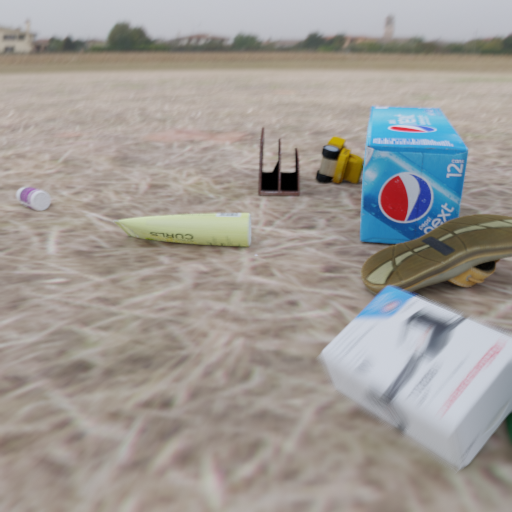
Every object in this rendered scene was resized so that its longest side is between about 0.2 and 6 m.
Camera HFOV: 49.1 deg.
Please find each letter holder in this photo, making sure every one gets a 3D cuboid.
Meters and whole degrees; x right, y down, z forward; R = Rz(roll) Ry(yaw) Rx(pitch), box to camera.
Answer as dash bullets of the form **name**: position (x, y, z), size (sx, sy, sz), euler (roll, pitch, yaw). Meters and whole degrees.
- **letter holder**: position (0.482, -2.042, 11.726), size (0.841, 1.189, 1.673), euler (1, 22, 2)

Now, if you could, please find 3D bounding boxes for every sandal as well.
- **sandal**: position (2.591, 0.083, 7.304), size (2.565, 0.693, 1.030), euler (-20, 30, -8)

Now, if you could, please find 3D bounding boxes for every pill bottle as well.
- **pill bottle**: position (-4.168, -1.074, 10.424), size (0.674, 0.379, 0.379), euler (18, 28, 37)

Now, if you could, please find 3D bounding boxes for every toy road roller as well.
- **toy road roller**: position (1.891, -2.020, 12.288), size (0.938, 0.789, 1.285), euler (17, 30, 9)

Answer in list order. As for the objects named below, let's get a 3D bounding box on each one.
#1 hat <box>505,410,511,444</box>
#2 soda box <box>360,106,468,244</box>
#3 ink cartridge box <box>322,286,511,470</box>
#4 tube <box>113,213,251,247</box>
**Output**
- **hat**: position (3.625, 1.091, 3.918), size (2.683, 2.524, 3.048), euler (27, 66, 5)
- **soda box**: position (2.748, -1.688, 10.320), size (1.487, 1.571, 4.633), euler (5, 23, 12)
- **ink cartridge box**: position (1.402, 0.950, 4.746), size (0.980, 0.566, 1.351), euler (-40, 39, -22)
- **tube**: position (-1.092, -0.400, 8.630), size (2.026, 0.588, 0.526), euler (1, 35, 3)
